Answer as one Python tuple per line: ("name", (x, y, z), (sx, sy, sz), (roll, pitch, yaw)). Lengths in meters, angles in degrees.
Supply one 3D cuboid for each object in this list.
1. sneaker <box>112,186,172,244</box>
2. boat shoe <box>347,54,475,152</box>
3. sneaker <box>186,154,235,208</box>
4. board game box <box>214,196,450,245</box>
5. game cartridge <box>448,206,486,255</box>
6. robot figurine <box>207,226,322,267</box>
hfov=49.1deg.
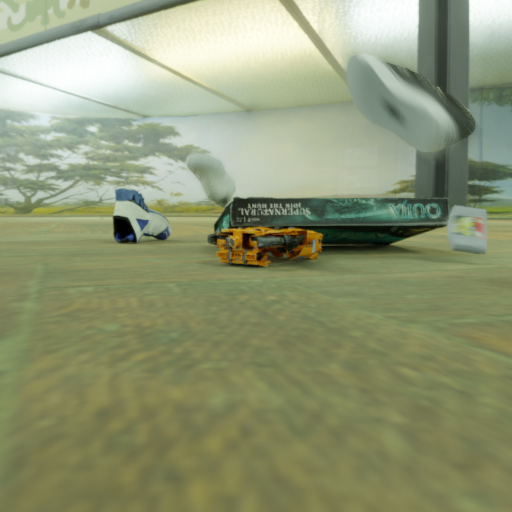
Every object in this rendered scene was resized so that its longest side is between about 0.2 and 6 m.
("sneaker", (-2.749, -0.659, 12.783), (0.764, 1.092, 1.891), (3, -23, 24))
("boat shoe", (1.867, -1.955, 6.883), (0.697, 0.735, 2.103), (-15, 38, -17))
("sneaker", (-0.895, -1.548, 11.799), (0.644, 0.624, 1.762), (-9, -22, 24))
("board game box", (1.235, -0.596, 10.524), (3.836, 0.540, 2.594), (-1, -6, -10))
("game cartridge", (3.165, -0.405, 8.413), (0.539, 0.810, 0.166), (6, -34, 12))
("robot figurine", (0.162, -0.158, 8.388), (1.358, 0.545, 1.874), (4, 6, 35))
